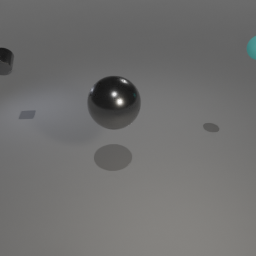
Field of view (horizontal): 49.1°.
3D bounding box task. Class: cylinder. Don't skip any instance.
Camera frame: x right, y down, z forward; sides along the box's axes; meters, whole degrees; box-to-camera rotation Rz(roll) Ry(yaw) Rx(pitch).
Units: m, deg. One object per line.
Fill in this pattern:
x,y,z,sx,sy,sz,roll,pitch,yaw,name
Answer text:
-4.434,-2.346,9.896,0.700,0.700,0.700,-4,58,-6,cylinder

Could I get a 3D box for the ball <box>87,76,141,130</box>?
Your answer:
-0.360,-0.656,7.310,1.400,1.400,1.400,0,32,0,ball

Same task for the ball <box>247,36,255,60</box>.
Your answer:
3.777,-2.307,8.017,0.700,0.700,0.700,0,32,0,ball
